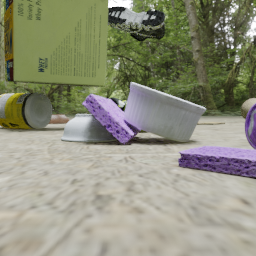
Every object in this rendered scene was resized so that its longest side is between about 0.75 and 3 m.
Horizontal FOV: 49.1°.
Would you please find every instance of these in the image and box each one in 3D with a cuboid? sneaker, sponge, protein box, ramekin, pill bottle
[{"bbox_3d":[0.206,-3.656,10.082,2.606,0.866,1.179,17,-18,26],"label":"sneaker"},{"bbox_3d":[1.101,0.309,2.585,1.120,0.167,0.625,3,5,44],"label":"sponge"},{"bbox_3d":[-0.230,-0.183,5.386,0.986,0.263,1.767,44,7,3],"label":"sponge"},{"bbox_3d":[-2.223,-2.660,8.533,2.688,2.668,1.813,-2,9,-31],"label":"protein box"},{"bbox_3d":[0.065,-0.339,8.639,1.027,1.014,2.688,6,10,-27],"label":"sneaker"},{"bbox_3d":[0.627,-0.288,5.192,1.451,0.707,1.451,19,10,-3],"label":"ramekin"},{"bbox_3d":[-3.765,-0.578,9.500,2.112,1.207,1.207,1,3,24],"label":"pill bottle"}]

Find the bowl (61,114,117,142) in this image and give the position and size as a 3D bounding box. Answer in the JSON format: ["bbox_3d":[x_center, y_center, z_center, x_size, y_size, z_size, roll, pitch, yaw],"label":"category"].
[{"bbox_3d":[-0.761,-0.022,5.564,1.137,0.511,1.137,-1,3,0],"label":"bowl"}]

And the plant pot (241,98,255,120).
[{"bbox_3d":[7.025,-0.859,15.273,1.350,1.350,1.442,0,13,9],"label":"plant pot"}]

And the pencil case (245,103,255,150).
[{"bbox_3d":[2.359,-0.066,3.881,1.827,0.781,0.767,-4,9,-41],"label":"pencil case"}]

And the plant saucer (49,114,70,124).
[{"bbox_3d":[-4.220,-0.466,14.298,2.582,0.472,2.582,0,2,0],"label":"plant saucer"}]

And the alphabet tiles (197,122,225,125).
[{"bbox_3d":[3.129,-0.247,13.653,2.761,0.087,2.297,2,4,39],"label":"alphabet tiles"}]
